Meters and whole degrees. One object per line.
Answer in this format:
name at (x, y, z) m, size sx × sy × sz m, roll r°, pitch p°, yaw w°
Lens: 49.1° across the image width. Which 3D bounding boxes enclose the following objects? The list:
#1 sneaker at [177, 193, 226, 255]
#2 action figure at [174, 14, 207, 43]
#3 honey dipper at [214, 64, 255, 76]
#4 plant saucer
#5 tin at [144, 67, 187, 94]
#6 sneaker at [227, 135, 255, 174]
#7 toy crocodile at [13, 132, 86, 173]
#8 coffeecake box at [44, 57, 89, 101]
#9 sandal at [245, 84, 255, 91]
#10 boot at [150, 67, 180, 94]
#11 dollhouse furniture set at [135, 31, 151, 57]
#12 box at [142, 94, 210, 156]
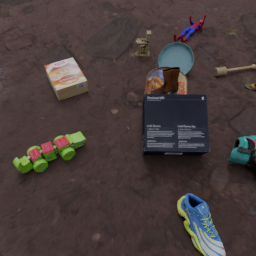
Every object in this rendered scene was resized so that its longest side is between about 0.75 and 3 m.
sneaker at (1.949, 2.567, 7.457) m, size 0.711 × 0.986 × 1.877 m, roll -24°, pitch 55°, yaw -18°
action figure at (3.087, -4.956, 13.507) m, size 0.670 × 1.016 × 2.052 m, roll 36°, pitch 57°, yaw 25°
honey dipper at (4.606, -2.487, 11.948) m, size 1.941 × 0.369 × 0.369 m, roll -9°, pitch 52°, yaw -12°
plant saucer at (2.027, -2.852, 11.814) m, size 1.487 × 0.204 × 1.487 m, roll 0°, pitch 90°, yaw 19°
tin at (1.451, -1.227, 10.758) m, size 1.621 × 0.606 × 2.894 m, roll 3°, pitch 52°, yaw 9°
sneaker at (3.824, 1.068, 8.667) m, size 1.334 × 0.924 × 2.209 m, roll 3°, pitch 43°, yaw -4°
toy crocodile at (-2.496, 0.738, 9.082) m, size 2.372 × 0.732 × 0.801 m, roll -24°, pitch 55°, yaw -19°
coffeecake box at (-2.505, -2.018, 11.367) m, size 1.258 × 0.599 × 1.639 m, roll -22°, pitch 55°, yaw -17°
sandal at (5.131, -1.654, 11.330) m, size 0.754 × 0.204 × 0.303 m, roll 24°, pitch 55°, yaw 18°
boot at (1.306, -1.600, 9.995) m, size 1.127 × 1.197 × 0.410 m, roll -10°, pitch 60°, yaw 3°
dollhouse furniture set at (0.671, -4.011, 12.594) m, size 0.651 × 1.170 × 1.035 m, roll 2°, pitch 52°, yaw 1°
box at (1.495, -0.073, 9.099) m, size 2.032 × 1.058 × 1.850 m, roll 1°, pitch 78°, yaw 1°
